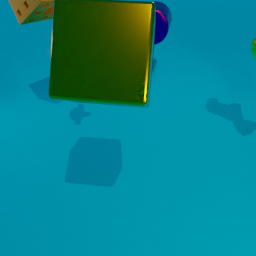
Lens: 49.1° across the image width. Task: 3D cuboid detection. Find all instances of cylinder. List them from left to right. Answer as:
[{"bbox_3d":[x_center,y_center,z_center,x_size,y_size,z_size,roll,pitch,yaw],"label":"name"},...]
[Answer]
[{"bbox_3d":[0.930,-3.867,10.303,1.253,1.253,1.253,8,38,10],"label":"cylinder"}]

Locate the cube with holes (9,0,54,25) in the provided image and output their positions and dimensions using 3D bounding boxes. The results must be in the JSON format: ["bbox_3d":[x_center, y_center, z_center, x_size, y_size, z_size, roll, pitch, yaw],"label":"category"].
[{"bbox_3d":[-2.083,-3.475,6.754,1.298,1.298,1.298,-32,15,-39],"label":"cube with holes"}]

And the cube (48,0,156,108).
[{"bbox_3d":[-0.280,-0.954,3.943,1.233,1.233,1.233,5,4,5],"label":"cube"}]

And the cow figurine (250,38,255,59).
[{"bbox_3d":[3.732,-1.573,6.821,1.693,0.929,1.666,33,47,-6],"label":"cow figurine"}]
